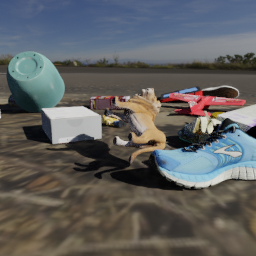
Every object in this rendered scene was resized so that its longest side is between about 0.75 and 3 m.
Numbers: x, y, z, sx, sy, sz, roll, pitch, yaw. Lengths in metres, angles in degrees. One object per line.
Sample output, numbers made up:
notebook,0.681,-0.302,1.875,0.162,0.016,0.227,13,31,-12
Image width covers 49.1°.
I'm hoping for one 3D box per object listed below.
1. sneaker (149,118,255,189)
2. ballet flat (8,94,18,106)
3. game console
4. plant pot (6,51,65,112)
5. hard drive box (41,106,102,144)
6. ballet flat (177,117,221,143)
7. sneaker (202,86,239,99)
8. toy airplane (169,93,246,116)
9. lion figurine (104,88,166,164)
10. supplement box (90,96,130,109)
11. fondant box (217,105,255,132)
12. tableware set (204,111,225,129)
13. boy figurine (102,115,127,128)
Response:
sneaker,1.326,0.303,4.385,2.145,0.965,0.841,-5,14,-18
ballet flat,-4.530,-1.301,12.125,0.645,0.645,1.792,0,14,1
game console,2.496,-1.621,13.400,1.944,0.341,2.198,-7,11,11
plant pot,-3.314,-1.730,9.817,1.903,1.903,1.527,0,-24,-2
hard drive box,-1.473,-0.131,7.071,1.189,0.586,1.526,-6,14,-23
ballet flat,1.703,0.095,5.973,0.725,0.725,1.952,-5,14,-21
sneaker,4.536,-1.787,13.943,1.866,0.679,0.790,4,16,22
toy airplane,2.745,-0.865,10.326,2.928,0.539,2.928,1,14,0
lion figurine,0.258,-0.034,4.863,1.102,0.652,1.799,12,41,-28
supplement box,-0.708,-1.015,11.154,1.498,0.456,0.815,0,13,5
fondant box,3.084,-0.072,6.466,1.726,0.503,1.245,-15,26,-31
tableware set,3.032,-0.071,7.530,1.992,0.306,1.342,4,23,9
boy figurine,-0.416,-0.206,8.121,0.533,0.276,0.857,-15,22,-40
